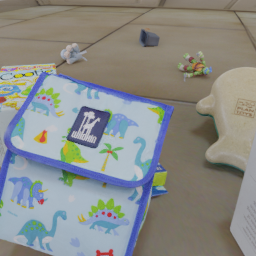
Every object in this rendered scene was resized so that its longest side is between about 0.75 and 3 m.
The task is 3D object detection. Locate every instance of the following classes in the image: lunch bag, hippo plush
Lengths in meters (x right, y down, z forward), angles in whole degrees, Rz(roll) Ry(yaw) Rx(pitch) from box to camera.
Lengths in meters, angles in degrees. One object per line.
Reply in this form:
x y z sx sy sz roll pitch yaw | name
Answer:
-0.572 0.531 3.839 1.927 2.266 1.444 16 1 6 | lunch bag
-2.472 -3.321 12.208 1.065 0.848 0.856 -25 39 -34 | hippo plush

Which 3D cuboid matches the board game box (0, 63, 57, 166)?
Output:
-2.353 -0.464 6.852 1.409 1.434 2.735 -8 32 -13 | board game box

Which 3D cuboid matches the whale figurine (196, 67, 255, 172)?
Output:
2.737 -0.113 6.673 2.283 1.489 2.870 14 58 21 | whale figurine

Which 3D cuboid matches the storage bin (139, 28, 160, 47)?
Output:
1.144 -4.751 14.712 0.796 0.863 1.185 3 29 -16 | storage bin

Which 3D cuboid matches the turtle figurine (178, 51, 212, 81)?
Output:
2.388 -2.447 10.640 1.368 0.984 1.326 -11 29 -24 | turtle figurine

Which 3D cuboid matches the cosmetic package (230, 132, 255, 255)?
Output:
2.750 1.076 3.365 1.976 2.376 1.989 -5 31 -8 | cosmetic package

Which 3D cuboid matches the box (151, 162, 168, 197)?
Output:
0.003 0.732 5.743 1.048 0.410 1.719 -4 29 -27 | box
